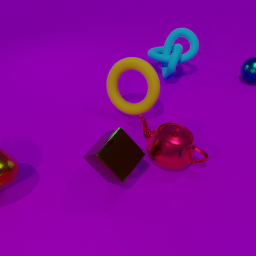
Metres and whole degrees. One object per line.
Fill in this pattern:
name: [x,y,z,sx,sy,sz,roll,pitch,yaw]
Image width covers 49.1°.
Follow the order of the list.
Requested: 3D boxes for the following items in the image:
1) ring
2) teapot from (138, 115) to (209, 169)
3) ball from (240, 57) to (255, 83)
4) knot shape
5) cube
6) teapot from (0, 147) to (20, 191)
ring: [0.112,-1.042,7.088,1.451,1.451,0.290,18,23,21]
teapot: [0.905,0.287,6.043,1.741,0.853,1.083,28,42,19]
ball: [3.935,-1.807,8.744,0.801,0.801,0.801,0,39,0]
knot shape: [1.482,-2.424,8.833,1.519,0.750,1.623,-38,44,18]
cube: [-0.275,0.547,5.536,0.753,0.753,0.753,-49,15,-25]
teapot: [-2.647,0.756,5.036,1.203,1.935,0.947,-28,86,-14]
